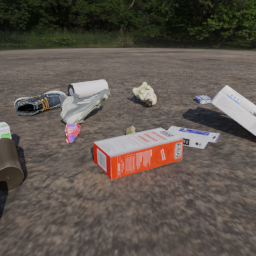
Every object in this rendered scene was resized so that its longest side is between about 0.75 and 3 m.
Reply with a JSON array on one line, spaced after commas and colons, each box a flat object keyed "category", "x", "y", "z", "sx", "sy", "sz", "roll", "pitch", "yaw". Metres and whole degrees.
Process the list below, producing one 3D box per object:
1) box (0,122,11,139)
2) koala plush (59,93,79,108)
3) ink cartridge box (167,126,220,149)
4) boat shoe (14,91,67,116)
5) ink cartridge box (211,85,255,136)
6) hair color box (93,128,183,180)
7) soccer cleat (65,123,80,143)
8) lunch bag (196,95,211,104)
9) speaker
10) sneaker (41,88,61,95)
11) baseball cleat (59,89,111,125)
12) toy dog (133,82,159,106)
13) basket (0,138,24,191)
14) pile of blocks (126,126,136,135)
[{"category": "box", "x": -4.130, "y": 0.479, "z": 8.323, "sx": 1.202, "sy": 1.060, "sz": 0.581, "roll": -14, "pitch": 24, "yaw": -34}, {"category": "koala plush", "x": -2.684, "y": -1.113, "z": 13.220, "sx": 0.894, "sy": 0.926, "sz": 1.008, "roll": -3, "pitch": -1, "yaw": 3}, {"category": "ink cartridge box", "x": 2.219, "y": 0.338, "z": 9.735, "sx": 1.805, "sy": 0.354, "sz": 0.898, "roll": 9, "pitch": 22, "yaw": 27}, {"category": "boat shoe", "x": -3.974, "y": -1.074, "z": 12.934, "sx": 2.411, "sy": 0.853, "sz": 1.094, "roll": -13, "pitch": 24, "yaw": -16}, {"category": "ink cartridge box", "x": 4.496, "y": -0.630, "z": 10.342, "sx": 2.533, "sy": 0.566, "sz": 2.232, "roll": 40, "pitch": 34, "yaw": 13}, {"category": "hair color box", "x": 0.315, "y": 0.680, "z": 8.248, "sx": 2.398, "sy": 0.734, "sz": 1.217, "roll": -12, "pitch": 23, "yaw": -27}, {"category": "soccer cleat", "x": -1.965, "y": 0.151, "z": 10.083, "sx": 0.542, "sy": 0.472, "sz": 1.416, "roll": -6, "pitch": 18, "yaw": -10}, {"category": "lunch bag", "x": 3.934, "y": -1.490, "z": 14.698, "sx": 0.658, "sy": 0.310, "sz": 0.821, "roll": -6, "pitch": 20, "yaw": -11}, {"category": "speaker", "x": -2.206, "y": -2.183, "z": 15.715, "sx": 2.172, "sy": 0.882, "sz": 0.882, "roll": -16, "pitch": 25, "yaw": -35}, {"category": "sneaker", "x": -4.128, "y": -1.315, "z": 13.835, "sx": 1.928, "sy": 0.728, "sz": 0.679, "roll": -21, "pitch": 11, "yaw": 10}, {"category": "baseball cleat", "x": -1.797, "y": -1.082, "z": 11.424, "sx": 1.229, "sy": 0.805, "sz": 2.309, "roll": 42, "pitch": 64, "yaw": 7}, {"category": "toy dog", "x": 0.929, "y": -1.533, "z": 13.814, "sx": 0.863, "sy": 1.199, "sz": 1.237, "roll": -25, "pitch": 33, "yaw": -16}, {"category": "basket", "x": -3.238, "y": 0.981, "z": 7.260, "sx": 1.140, "sy": 0.860, "sz": 1.264, "roll": -47, "pitch": 43, "yaw": -9}, {"category": "pile of blocks", "x": 0.170, "y": 0.329, "z": 9.938, "sx": 0.315, "sy": 0.416, "sz": 1.014, "roll": 38, "pitch": 19, "yaw": -24}]
